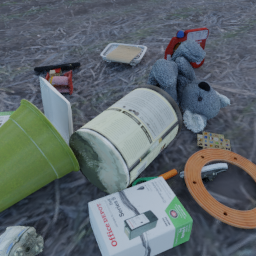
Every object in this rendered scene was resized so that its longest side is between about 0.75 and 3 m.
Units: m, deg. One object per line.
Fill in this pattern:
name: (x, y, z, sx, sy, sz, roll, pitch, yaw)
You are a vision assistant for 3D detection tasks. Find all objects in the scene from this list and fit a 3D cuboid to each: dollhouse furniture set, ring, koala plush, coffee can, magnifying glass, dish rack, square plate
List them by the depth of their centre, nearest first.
ring: (2.977, 1.683, 8.215, 2.783, 0.267, 2.783, 9, 41, -8)
magnifying glass: (0.840, 1.644, 8.660, 1.579, 0.177, 0.629, -19, 43, -23)
coffee can: (0.006, 0.252, 8.724, 2.192, 2.192, 2.995, 26, 46, 28)
square plate: (-2.425, -0.486, 9.756, 0.301, 2.097, 2.117, -22, 44, -31)
koala plush: (2.449, -1.376, 11.078, 2.908, 2.673, 2.579, 42, 61, 14)
dollhouse furniture set: (-3.124, -2.408, 13.103, 1.113, 0.841, 2.069, -2, 39, -3)
dish rack: (-0.204, -4.036, 15.396, 2.265, 0.493, 1.944, 10, 41, 12)

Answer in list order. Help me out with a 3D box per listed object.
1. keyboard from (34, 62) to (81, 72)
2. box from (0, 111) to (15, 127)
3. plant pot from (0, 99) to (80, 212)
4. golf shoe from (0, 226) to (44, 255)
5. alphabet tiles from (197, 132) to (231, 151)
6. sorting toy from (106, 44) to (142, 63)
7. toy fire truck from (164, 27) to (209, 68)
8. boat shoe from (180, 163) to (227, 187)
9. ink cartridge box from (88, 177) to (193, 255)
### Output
keyboard: (-3.562, -3.084, 14.205, 2.328, 0.240, 1.479, -11, 18, -12)
box: (-4.948, -0.164, 10.838, 0.960, 0.242, 1.331, -4, 40, -5)
plant pot: (-3.193, 1.003, 7.925, 2.675, 2.675, 2.540, 33, 62, 34)
golf shoe: (-3.124, 3.279, 6.267, 1.241, 1.000, 2.553, 2, 31, 33)
alphabet tiles: (3.067, 0.527, 10.024, 1.168, 0.037, 0.972, 10, 44, 3)
sorting toy: (-0.201, -3.845, 14.636, 1.405, 0.277, 1.518, 16, 46, 21)
toy fire truck: (2.961, -4.129, 14.379, 2.264, 1.901, 1.269, -11, 40, -13)
boat shoe: (2.383, 1.452, 8.673, 1.640, 0.563, 0.464, -8, 70, -17)
ink cartridge box: (0.263, 2.386, 7.134, 2.187, 0.919, 1.596, -16, 42, -19)
